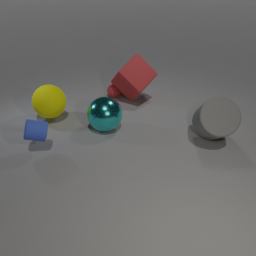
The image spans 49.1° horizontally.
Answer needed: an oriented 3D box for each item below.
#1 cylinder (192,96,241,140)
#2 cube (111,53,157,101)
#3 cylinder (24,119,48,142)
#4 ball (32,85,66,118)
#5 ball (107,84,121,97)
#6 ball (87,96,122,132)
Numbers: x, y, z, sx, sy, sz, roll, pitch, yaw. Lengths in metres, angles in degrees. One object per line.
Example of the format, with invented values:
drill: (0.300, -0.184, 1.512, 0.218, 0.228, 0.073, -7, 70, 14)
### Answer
cylinder: (3.150, -0.315, 10.128, 1.400, 1.400, 1.400, 1, -6, 2)
cube: (0.274, -2.412, 13.467, 1.400, 1.400, 1.400, -49, 7, -20)
cylinder: (-3.158, 0.086, 9.587, 0.700, 0.700, 0.700, 8, 24, -23)
ball: (-3.316, -1.117, 11.801, 1.400, 1.400, 1.400, 0, 28, 0)
ball: (-0.717, -1.913, 14.340, 0.700, 0.700, 0.700, 0, 28, 0)
ball: (-0.921, -0.547, 11.118, 1.400, 1.400, 1.400, 0, 28, 0)
